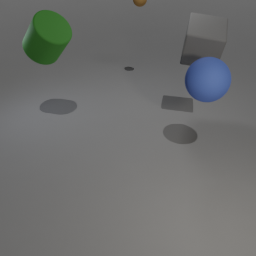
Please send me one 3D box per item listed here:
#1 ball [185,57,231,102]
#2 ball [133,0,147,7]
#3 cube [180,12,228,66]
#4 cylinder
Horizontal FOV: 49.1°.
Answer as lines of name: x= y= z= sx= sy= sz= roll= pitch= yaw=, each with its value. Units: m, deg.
ball: x=2.492 y=-1.507 z=8.778 sx=1.400 sy=1.400 sz=1.400 roll=0 pitch=32 yaw=0
ball: x=0.592 y=-6.410 z=13.933 sx=0.700 sy=0.700 sz=0.700 roll=0 pitch=32 yaw=0
cube: x=2.855 y=-3.264 z=10.595 sx=1.400 sy=1.400 sz=1.400 roll=12 pitch=56 yaw=7
cylinder: x=-2.932 y=-3.240 z=10.131 sx=1.400 sy=1.400 sz=1.400 roll=-32 pitch=0 yaw=-41
